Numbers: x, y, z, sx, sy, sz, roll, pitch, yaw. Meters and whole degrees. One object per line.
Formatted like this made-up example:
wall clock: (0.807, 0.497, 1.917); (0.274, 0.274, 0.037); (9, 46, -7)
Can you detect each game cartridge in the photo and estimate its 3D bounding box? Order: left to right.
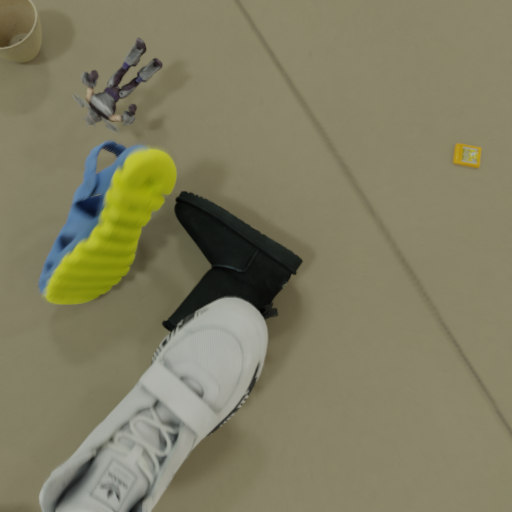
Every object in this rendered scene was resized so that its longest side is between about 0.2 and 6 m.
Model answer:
game cartridge: (3.570, -1.698, 9.475); (0.436, 0.071, 0.384); (11, 73, 2)

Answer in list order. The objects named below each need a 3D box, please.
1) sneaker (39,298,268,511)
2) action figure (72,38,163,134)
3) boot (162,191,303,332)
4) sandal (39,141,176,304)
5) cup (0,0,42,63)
sneaker: (-1.188, 2.156, 6.692); (1.359, 2.079, 3.617); (40, 101, -2)
action figure: (-2.214, -2.659, 8.897); (1.032, 0.550, 1.587); (41, 83, -25)
boot: (-0.693, 0.366, 8.473); (2.436, 0.901, 1.996); (32, 84, 15)
sandal: (-2.300, -0.528, 8.228); (1.246, 1.138, 2.863); (45, 104, 32)
cup: (-4.204, -3.838, 9.723); (1.128, 0.806, 1.128); (0, 75, 1)
